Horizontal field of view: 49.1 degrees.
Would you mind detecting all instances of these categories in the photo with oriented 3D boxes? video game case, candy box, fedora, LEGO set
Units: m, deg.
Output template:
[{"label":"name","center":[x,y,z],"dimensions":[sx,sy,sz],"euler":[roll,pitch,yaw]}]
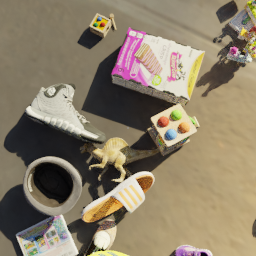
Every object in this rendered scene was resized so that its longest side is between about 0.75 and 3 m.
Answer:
[{"label":"video game case","center":[4.588,-3.750,9.941],"dimensions":[1.511,0.179,1.375],"euler":[-44,83,-8]},{"label":"candy box","center":[0.973,-2.011,9.297],"dimensions":[2.644,0.806,1.803],"euler":[18,79,3]},{"label":"fedora","center":[-2.263,1.756,8.591],"dimensions":[1.843,0.832,1.630],"euler":[28,80,6]},{"label":"video game case","center":[-2.483,3.554,8.596],"dimensions":[1.497,0.177,1.363],"euler":[-26,80,-4]},{"label":"LEGO set","center":[4.251,-3.619,9.265],"dimensions":[1.364,1.103,2.964],"euler":[12,80,2]}]

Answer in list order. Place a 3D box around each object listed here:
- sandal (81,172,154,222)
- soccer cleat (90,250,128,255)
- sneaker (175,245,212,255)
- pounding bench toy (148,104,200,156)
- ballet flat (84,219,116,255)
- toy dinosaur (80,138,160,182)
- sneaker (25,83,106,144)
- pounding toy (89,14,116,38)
[{"label":"sandal","center":[-0.191,2.293,8.381],"dimensions":[2.526,0.968,0.724],"euler":[-34,42,1]},{"label":"soccer cleat","center":[-0.076,4.025,7.710],"dimensions":[2.810,1.175,0.908],"euler":[9,88,-14]},{"label":"sneaker","center":[1.965,3.783,8.346],"dimensions":[1.106,0.489,0.445],"euler":[3,75,10]},{"label":"pounding bench toy","center":[1.589,-0.076,8.642],"dimensions":[1.618,1.262,1.005],"euler":[-27,73,-10]},{"label":"ballet flat","center":[-0.910,3.639,8.347],"dimensions":[0.636,0.628,1.869],"euler":[28,80,5]},{"label":"toy dinosaur","center":[-0.216,0.995,8.762],"dimensions":[2.744,0.799,1.387],"euler":[3,78,1]},{"label":"sneaker","center":[-1.781,-0.611,8.956],"dimensions":[2.745,1.030,1.585],"euler":[22,78,5]},{"label":"pounding toy","center":[-0.776,-3.683,9.811],"dimensions":[0.792,0.413,0.902],"euler":[28,81,5]}]
